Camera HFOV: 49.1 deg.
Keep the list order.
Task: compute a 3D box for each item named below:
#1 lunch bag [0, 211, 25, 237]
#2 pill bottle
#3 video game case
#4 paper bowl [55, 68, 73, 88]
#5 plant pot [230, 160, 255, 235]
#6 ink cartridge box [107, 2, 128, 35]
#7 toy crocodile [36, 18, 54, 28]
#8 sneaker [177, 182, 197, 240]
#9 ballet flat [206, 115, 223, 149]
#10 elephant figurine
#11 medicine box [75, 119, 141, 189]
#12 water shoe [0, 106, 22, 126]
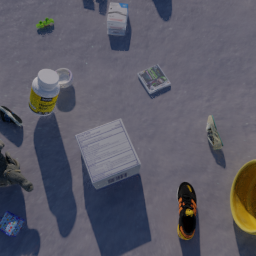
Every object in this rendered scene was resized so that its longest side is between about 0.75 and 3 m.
[{"bbox_3d":[-4.050,3.232,9.525,0.808,0.380,0.608,21,71,19],"label":"lunch bag"},{"bbox_3d":[-3.114,-1.327,10.465,0.997,1.792,0.997,13,52,-17],"label":"pill bottle"},{"bbox_3d":[1.103,-2.095,11.908,1.015,0.130,1.117,-26,69,-11],"label":"video game case"},{"bbox_3d":[-2.709,-2.052,11.721,0.837,0.435,0.837,0,67,0],"label":"paper bowl"},{"bbox_3d":[4.882,2.353,8.985,2.181,2.319,2.319,14,66,-12],"label":"plant pot"},{"bbox_3d":[-0.491,-5.059,12.979,0.866,0.506,1.492,5,67,2],"label":"ink cartridge box"},{"bbox_3d":[-3.881,-4.881,13.061,0.865,0.267,0.292,-28,70,-7],"label":"toy crocodile"},{"bbox_3d":[2.036,2.726,9.424,0.680,0.875,1.945,5,67,2],"label":"sneaker"},{"bbox_3d":[3.239,0.154,10.778,0.440,0.476,1.410,-16,66,8],"label":"ballet flat"},{"bbox_3d":[-4.378,1.494,9.807,1.450,1.590,2.049,-38,114,14],"label":"elephant figurine"},{"bbox_3d":[-0.712,0.925,10.126,1.775,1.003,1.948,-21,67,-8],"label":"medicine box"},{"bbox_3d":[-4.691,-0.383,11.090,1.217,0.435,0.480,38,99,14],"label":"water shoe"}]
